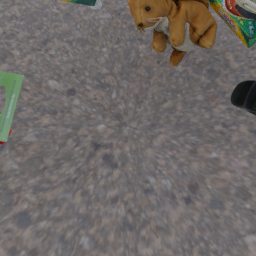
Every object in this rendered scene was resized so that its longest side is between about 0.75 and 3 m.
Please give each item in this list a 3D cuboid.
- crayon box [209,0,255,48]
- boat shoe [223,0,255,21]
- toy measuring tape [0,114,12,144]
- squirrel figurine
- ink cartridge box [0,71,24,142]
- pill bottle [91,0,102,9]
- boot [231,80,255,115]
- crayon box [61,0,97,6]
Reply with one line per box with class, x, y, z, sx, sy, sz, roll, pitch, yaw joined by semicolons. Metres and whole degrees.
crayon box;2.772;-2.946;7.220;0.489;0.997;1.678;-39;76;17
boat shoe;3.551;-2.695;5.946;2.880;0.901;1.025;6;100;0
toy measuring tape;-2.592;0.205;5.185;0.644;0.644;1.751;-3;32;-2
squirrel figurine;1.038;-2.964;6.976;2.057;1.559;2.204;20;81;-25
ink cartridge box;-3.303;-0.723;4.578;2.734;0.811;1.419;9;66;-11
pill bottle;-1.074;-4.150;8.603;0.484;0.872;0.484;-6;46;7
boot;2.551;-0.175;4.170;1.527;0.607;1.754;21;15;-18
crayon box;-1.916;-4.135;6.793;2.808;1.668;0.818;-4;57;-32
